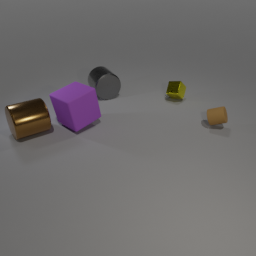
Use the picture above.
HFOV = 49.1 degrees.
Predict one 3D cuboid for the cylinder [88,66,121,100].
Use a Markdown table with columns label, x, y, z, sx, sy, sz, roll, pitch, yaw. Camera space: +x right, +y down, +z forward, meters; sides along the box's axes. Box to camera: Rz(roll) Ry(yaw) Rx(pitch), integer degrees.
| label | x | y | z | sx | sy | sz | roll | pitch | yaw |
| --- | --- | --- | --- | --- | --- | --- | --- | --- | --- |
| cylinder | -1.266 | -2.391 | 14.795 | 1.400 | 1.400 | 1.400 | -12 | 32 | -21 |

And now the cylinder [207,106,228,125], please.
| label | x | y | z | sx | sy | sz | roll | pitch | yaw |
| --- | --- | --- | --- | --- | --- | --- | --- | --- | --- |
| cylinder | 3.750 | -0.507 | 11.767 | 0.700 | 0.700 | 0.700 | -10 | 23 | 29 |

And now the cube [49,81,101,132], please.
| label | x | y | z | sx | sy | sz | roll | pitch | yaw |
| --- | --- | --- | --- | --- | --- | --- | --- | --- | --- |
| cube | -2.192 | -0.938 | 11.797 | 1.400 | 1.400 | 1.400 | 24 | 47 | 40 |

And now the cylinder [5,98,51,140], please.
| label | x | y | z | sx | sy | sz | roll | pitch | yaw |
| --- | --- | --- | --- | --- | --- | --- | --- | --- | --- |
| cylinder | -4.026 | -0.382 | 11.293 | 1.400 | 1.400 | 1.400 | -19 | 35 | -30 |

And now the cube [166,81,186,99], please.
| label | x | y | z | sx | sy | sz | roll | pitch | yaw |
| --- | --- | --- | --- | --- | --- | --- | --- | --- | --- |
| cube | 2.460 | -1.930 | 14.283 | 0.700 | 0.700 | 0.700 | 6 | -15 | 38 |
